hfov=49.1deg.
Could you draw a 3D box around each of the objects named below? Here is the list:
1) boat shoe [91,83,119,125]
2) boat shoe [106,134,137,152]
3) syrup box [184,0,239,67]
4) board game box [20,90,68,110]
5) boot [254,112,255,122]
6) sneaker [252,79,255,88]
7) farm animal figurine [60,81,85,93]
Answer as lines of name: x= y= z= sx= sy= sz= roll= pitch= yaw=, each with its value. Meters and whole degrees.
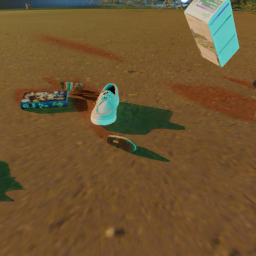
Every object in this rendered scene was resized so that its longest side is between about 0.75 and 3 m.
boat shoe: x=-0.600 y=-0.753 z=8.139 sx=0.732 sy=0.697 sz=2.034 roll=5 pitch=28 yaw=10
boat shoe: x=-0.103 y=0.309 z=6.527 sx=0.842 sy=0.311 sz=0.311 roll=20 pitch=28 yaw=34
syrup box: x=2.482 y=-2.805 z=8.107 sx=0.893 sy=2.193 sz=0.863 roll=-49 pitch=56 yaw=1
board game box: x=-2.638 y=-0.913 z=8.949 sx=1.382 sy=0.239 sz=0.936 roll=-4 pitch=27 yaw=-9
boot: x=4.679 y=-0.115 z=6.989 sx=2.067 sy=0.825 sz=2.274 roll=-16 pitch=38 yaw=-25
sneaker: x=5.079 y=-1.494 z=10.026 sx=1.158 sy=0.382 sz=0.454 roll=17 pitch=9 yaw=38
farm animal figurine: x=-1.948 y=-1.396 z=9.763 sx=0.655 sy=0.408 sz=0.811 roll=3 pitch=3 yaw=38
